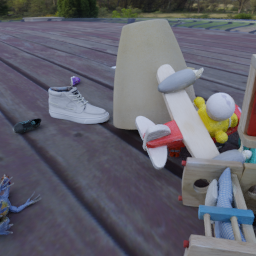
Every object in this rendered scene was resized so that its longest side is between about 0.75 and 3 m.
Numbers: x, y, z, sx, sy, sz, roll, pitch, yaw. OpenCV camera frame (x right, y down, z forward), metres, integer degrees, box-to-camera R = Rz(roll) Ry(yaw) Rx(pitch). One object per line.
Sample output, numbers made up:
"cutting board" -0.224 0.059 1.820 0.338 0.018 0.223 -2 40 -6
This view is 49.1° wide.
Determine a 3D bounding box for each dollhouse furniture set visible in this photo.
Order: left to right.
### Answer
"dollhouse furniture set" 1.890 0.658 4.043 2.096 2.991 2.108 4 26 8

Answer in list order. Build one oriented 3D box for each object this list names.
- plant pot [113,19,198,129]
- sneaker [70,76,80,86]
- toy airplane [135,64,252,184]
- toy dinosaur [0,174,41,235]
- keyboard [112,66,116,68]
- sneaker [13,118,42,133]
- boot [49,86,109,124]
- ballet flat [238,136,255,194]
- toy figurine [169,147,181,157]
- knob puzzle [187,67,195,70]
"plant pot" 0.679 -1.620 8.258 2.612 2.789 2.612 -7 13 2
"sneaker" -2.398 -2.163 12.808 0.392 0.379 0.939 7 26 1
"toy airplane" 1.560 -0.122 6.413 2.711 1.913 2.699 32 51 -4
"toy dinosaur" -2.470 1.404 5.248 1.528 0.802 1.386 -28 18 -26
"keyboard" -0.517 -3.457 15.806 0.883 0.047 0.248 -22 38 -36
"sneaker" -3.049 -0.113 8.510 0.907 0.342 0.360 -28 2 -43
"boot" -1.676 -0.806 9.249 2.175 1.039 0.800 7 27 14
"ballet flat" 3.147 0.677 6.492 0.888 0.899 2.641 16 30 11
"toy figurine" 1.265 0.165 7.594 1.076 0.761 1.093 -18 31 -32
"knob puzzle" 1.936 -2.692 13.873 2.558 0.355 2.558 0 26 0
